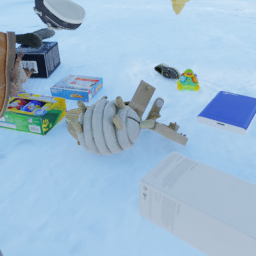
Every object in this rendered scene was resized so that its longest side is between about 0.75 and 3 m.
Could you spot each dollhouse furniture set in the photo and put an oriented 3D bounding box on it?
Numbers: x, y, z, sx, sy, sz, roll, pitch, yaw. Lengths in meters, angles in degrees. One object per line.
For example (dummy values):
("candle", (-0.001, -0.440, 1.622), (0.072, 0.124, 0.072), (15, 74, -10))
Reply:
("dollhouse furniture set", (1.034, -0.492, 8.468), (1.502, 1.287, 1.580), (26, 1, -27))

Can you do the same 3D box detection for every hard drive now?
("hard drive", (3.739, -0.642, 10.172), (1.653, 0.318, 2.505), (18, 36, 28))

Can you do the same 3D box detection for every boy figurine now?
("boy figurine", (1.391, -3.490, 7.200), (0.766, 1.232, 0.397), (-12, 64, -2))

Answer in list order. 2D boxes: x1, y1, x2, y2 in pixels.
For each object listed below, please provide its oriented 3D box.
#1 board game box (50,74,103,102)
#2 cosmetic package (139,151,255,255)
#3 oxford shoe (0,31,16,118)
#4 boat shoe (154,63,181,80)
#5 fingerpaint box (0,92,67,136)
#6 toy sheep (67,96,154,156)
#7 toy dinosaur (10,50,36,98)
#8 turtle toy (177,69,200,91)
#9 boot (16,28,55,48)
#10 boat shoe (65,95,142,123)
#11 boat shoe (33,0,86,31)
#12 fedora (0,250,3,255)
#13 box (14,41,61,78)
("board game box", (-2.112, -1.719, 11.811), (1.675, 0.468, 1.640), (9, 32, 14))
("cosmetic package", (1.638, 1.615, 5.691), (2.582, 1.095, 1.389), (24, 37, 33))
("oxford shoe", (-2.268, -0.874, 4.708), (0.596, 1.672, 0.596), (-1, 41, -28))
("boat shoe", (1.834, -2.614, 13.243), (0.557, 0.606, 1.695), (-24, 37, -17))
("fingerpaint box", (-3.332, -0.555, 9.674), (1.894, 0.695, 1.580), (10, 33, 16))
("toy sheep", (-0.531, -0.037, 7.835), (2.527, 1.742, 1.742), (0, 30, 19))
("toy dinosaur", (-5.071, -2.110, 11.908), (2.937, 1.261, 1.990), (14, 63, 49))
("turtle toy", (2.654, -2.137, 12.284), (0.996, 0.691, 1.367), (4, 31, 7))
("boot", (-4.383, -4.578, 14.082), (1.844, 0.736, 2.028), (19, 28, 24))
("boat shoe", (-0.828, -0.641, 9.508), (2.636, 1.004, 0.945), (-3, 31, -5))
("boat shoe", (-1.927, -3.050, 7.399), (1.034, 0.845, 2.799), (-2, 38, -36))
("fedora", (-2.776, 2.373, 4.727), (1.206, 1.067, 0.545), (-11, 2, -40))
("box", (-4.522, -3.444, 13.920), (1.707, 1.232, 2.301), (1, 30, 3))
